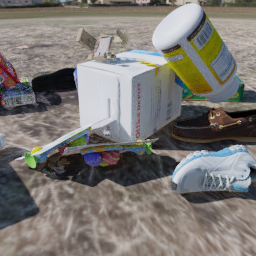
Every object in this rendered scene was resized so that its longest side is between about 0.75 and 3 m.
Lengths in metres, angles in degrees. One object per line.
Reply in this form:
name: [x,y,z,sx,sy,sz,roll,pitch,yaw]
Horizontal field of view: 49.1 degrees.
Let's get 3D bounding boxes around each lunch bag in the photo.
lunch bag: [-4.918,-2.245,11.088,0.681,1.463,1.661,-37,50,-2]

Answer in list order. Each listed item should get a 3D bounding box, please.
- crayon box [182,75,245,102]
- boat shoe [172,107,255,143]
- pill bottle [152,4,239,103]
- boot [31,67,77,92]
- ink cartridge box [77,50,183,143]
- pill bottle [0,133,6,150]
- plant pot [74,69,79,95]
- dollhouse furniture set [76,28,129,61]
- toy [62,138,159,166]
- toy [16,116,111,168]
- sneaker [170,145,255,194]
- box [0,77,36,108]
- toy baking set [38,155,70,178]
crayon box: [3.226,-1.753,11.626,2.658,0.774,1.578,2,27,5]
boat shoe: [2.716,-0.170,8.252,2.827,0.994,0.995,-2,28,-2]
pill bottle: [2.022,-1.927,7.841,1.498,2.742,1.498,-31,36,26]
boot: [-3.213,-2.394,12.887,2.431,0.941,1.681,-8,23,-18]
ink cartridge box: [0.154,-1.113,8.835,2.081,2.118,2.877,19,32,33]
pill bottle: [-3.820,0.503,7.283,0.623,0.623,1.076,22,34,37]
plant pot: [-1.435,-1.731,11.066,1.221,1.358,1.358,-13,29,-9]
dollhouse furniture set: [-0.768,-2.324,7.744,1.394,0.722,0.617,9,-10,38]
toy: [-0.435,0.652,6.830,2.186,0.516,1.259,-8,-11,-20]
toy: [-1.545,0.426,7.275,1.355,0.555,2.353,-16,7,44]
sneaker: [2.040,1.017,6.049,2.360,0.885,1.022,-12,34,-23]
box: [-4.663,-1.510,11.558,1.319,0.416,2.397,-12,29,-22]
toy baking set: [-1.870,0.929,7.003,0.702,0.106,0.915,4,27,8]
